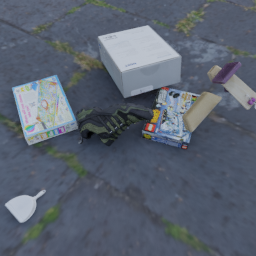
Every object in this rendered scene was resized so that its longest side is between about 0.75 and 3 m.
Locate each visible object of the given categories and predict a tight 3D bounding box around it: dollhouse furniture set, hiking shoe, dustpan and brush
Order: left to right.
[{"bbox_3d":[-2.245,1.682,6.391,0.603,0.247,0.863,40,61,16],"label":"dustpan and brush"},{"bbox_3d":[-0.320,-0.059,7.291,2.083,0.789,1.049,-4,86,18],"label":"hiking shoe"},{"bbox_3d":[2.406,-0.499,7.411,1.402,1.565,1.975,40,94,-10],"label":"dollhouse furniture set"}]

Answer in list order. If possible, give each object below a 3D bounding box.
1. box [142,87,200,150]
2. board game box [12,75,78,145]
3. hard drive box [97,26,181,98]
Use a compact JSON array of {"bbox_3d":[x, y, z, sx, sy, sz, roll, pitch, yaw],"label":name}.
[{"bbox_3d":[1.265,-0.345,7.954,1.273,0.371,1.859,15,53,12],"label":"box"},{"bbox_3d":[-2.450,-0.601,8.151,1.406,0.358,2.091,-19,54,-14],"label":"board game box"},{"bbox_3d":[0.287,-2.196,8.851,1.870,0.921,2.400,-17,44,-11],"label":"hard drive box"}]
